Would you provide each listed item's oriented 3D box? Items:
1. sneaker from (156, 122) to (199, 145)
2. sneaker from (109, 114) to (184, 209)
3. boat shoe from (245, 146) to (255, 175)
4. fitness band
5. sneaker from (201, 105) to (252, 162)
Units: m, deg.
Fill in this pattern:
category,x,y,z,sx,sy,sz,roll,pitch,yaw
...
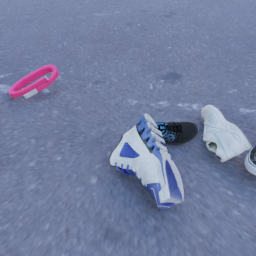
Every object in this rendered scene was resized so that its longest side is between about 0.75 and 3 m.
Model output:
category,x,y,z,sx,sy,sz,roll,pitch,yaw
sneaker,1.146,0.128,7.815,1.702,0.697,0.623,-9,70,1
sneaker,0.341,0.920,6.705,1.355,0.948,2.346,-32,52,20
boat shoe,3.671,0.456,7.047,2.164,0.739,0.799,-25,43,-35
fitness band,-3.402,-1.675,10.123,1.897,0.355,1.362,-31,37,-6
sneaker,2.459,0.074,7.897,0.931,0.817,2.323,-39,25,11
